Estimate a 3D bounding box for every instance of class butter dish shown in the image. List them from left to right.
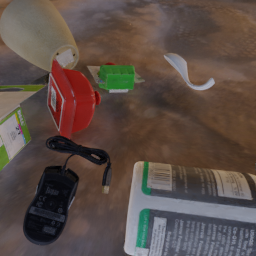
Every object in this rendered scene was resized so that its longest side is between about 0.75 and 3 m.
[{"bbox_3d":[-1.368,-0.753,7.600,1.310,1.773,1.768,-11,50,-30],"label":"butter dish"}]

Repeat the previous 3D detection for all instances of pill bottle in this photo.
[{"bbox_3d":[1.479,1.563,4.964,2.940,1.662,1.662,7,42,4],"label":"pill bottle"}]

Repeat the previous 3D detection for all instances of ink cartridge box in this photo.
[{"bbox_3d":[-3.477,-0.161,7.212,2.066,1.059,2.795,1,29,15],"label":"ink cartridge box"}]

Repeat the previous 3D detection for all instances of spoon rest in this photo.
[{"bbox_3d":[1.954,-1.914,9.557,2.029,1.008,0.615,42,97,30],"label":"spoon rest"}]

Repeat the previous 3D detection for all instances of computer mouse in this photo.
[{"bbox_3d":[-1.186,1.344,5.887,1.535,0.503,2.186,14,70,-10],"label":"computer mouse"}]

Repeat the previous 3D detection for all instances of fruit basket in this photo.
[{"bbox_3d":[-0.465,-1.786,9.478,1.620,0.820,1.749,-4,24,-18],"label":"fruit basket"}]

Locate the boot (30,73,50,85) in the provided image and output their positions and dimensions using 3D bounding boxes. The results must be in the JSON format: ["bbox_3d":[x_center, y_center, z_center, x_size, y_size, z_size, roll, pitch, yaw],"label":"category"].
[{"bbox_3d":[-2.802,-1.483,9.005,0.864,0.314,0.786,-16,24,17],"label":"boot"}]

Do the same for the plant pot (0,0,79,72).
[{"bbox_3d":[-2.891,-3.075,9.956,2.315,2.315,2.472,-29,59,-28],"label":"plant pot"}]
